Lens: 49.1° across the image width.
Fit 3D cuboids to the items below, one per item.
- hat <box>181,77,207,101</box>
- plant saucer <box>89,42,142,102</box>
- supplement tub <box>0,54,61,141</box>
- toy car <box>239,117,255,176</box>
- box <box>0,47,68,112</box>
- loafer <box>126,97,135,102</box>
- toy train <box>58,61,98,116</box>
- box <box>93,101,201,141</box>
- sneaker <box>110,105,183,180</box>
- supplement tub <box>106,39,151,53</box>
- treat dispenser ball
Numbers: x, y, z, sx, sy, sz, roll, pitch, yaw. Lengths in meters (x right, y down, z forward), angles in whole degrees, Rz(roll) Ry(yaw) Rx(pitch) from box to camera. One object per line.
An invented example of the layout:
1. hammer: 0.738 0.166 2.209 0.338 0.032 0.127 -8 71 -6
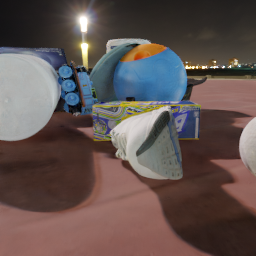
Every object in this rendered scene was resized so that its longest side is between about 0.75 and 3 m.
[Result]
1. hat: 2.023 -1.418 11.938 2.850 1.150 2.850 -9 13 2
2. plant saucer: -0.441 -1.833 10.066 0.401 2.927 2.927 43 31 21
3. supplement tub: -2.771 -0.939 7.263 1.925 1.925 2.918 -2 13 -9
4. toy car: 2.946 -0.100 3.699 2.516 1.887 2.202 -9 15 -36
5. box: -3.711 -1.942 10.942 2.724 1.679 2.702 -4 37 -17
6. loafer: 0.020 -0.585 7.975 0.271 0.761 0.278 22 37 15
7. toy train: -1.339 -1.045 7.474 0.879 1.539 0.667 -9 -20 -21
8. box: 0.413 -0.187 6.611 2.436 0.853 0.783 -1 12 -3
9. sneaker: 0.256 0.265 4.757 1.229 1.051 2.822 -11 4 9
10. supplement tub: 0.044 -2.605 13.185 2.094 2.888 2.094 0 12 0
11. treat dispenser ball: 0.742 -1.582 9.517 2.474 2.474 2.474 0 12 0
